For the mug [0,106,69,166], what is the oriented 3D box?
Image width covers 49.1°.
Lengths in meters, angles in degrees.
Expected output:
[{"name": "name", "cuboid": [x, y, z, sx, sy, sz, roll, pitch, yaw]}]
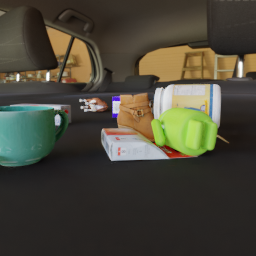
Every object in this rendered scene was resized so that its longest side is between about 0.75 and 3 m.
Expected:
[{"name": "mug", "cuboid": [-2.403, 0.155, 6.626, 2.035, 1.259, 1.672, -2, 9, -15]}]

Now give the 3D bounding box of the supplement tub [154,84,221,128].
[{"name": "supplement tub", "cuboid": [2.354, -0.833, 11.065, 2.439, 1.764, 1.764, 2, 9, 16]}]

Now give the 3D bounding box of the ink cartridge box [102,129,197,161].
[{"name": "ink cartridge box", "cuboid": [0.487, 0.373, 7.525, 2.218, 0.556, 1.799, -3, 10, -12]}]

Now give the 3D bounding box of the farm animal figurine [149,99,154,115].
[{"name": "farm animal figurine", "cuboid": [0.920, -1.121, 15.616, 1.672, 1.041, 2.071, 23, 11, 12]}]

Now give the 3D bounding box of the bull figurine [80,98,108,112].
[{"name": "bull figurine", "cuboid": [-2.193, -1.501, 18.027, 1.571, 0.843, 2.588, -6, 10, -22]}]

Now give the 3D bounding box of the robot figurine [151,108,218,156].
[{"name": "robot figurine", "cuboid": [1.469, 0.052, 7.323, 1.700, 1.121, 1.937, 1, 9, -23]}]

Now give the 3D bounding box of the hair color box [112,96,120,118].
[{"name": "hair color box", "cuboid": [-0.245, -1.218, 15.442, 0.653, 1.101, 2.014, 3, 10, 15]}]

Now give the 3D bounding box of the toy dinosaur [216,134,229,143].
[{"name": "toy dinosaur", "cuboid": [2.467, 0.123, 9.204, 0.867, 0.499, 1.716, -2, 9, -22]}]

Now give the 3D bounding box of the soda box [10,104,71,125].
[{"name": "soda box", "cuboid": [-3.943, -0.632, 12.648, 2.654, 0.842, 0.906, 3, 10, 19]}]

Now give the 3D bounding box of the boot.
[{"name": "boot", "cuboid": [0.620, -0.344, 8.812, 1.944, 1.504, 0.716, 0, 7, 2]}]
